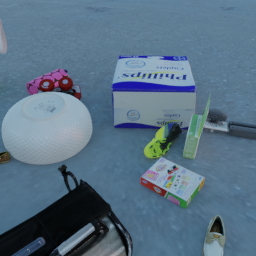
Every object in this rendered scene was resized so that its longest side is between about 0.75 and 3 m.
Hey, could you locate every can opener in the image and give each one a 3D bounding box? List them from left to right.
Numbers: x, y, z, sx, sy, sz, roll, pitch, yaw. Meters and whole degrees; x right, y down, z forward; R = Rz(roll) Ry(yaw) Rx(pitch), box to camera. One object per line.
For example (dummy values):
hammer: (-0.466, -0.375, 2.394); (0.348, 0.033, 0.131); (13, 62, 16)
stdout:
can opener: (3.448, -0.083, 9.052); (2.097, 0.697, 0.552); (14, 36, 11)

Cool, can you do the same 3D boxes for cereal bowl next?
cereal bowl: (-2.499, -0.267, 8.611); (2.764, 1.151, 2.764); (1, 40, -1)

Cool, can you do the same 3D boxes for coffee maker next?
coffee maker: (-1.525, 2.194, 5.081); (2.431, 1.637, 2.335); (-26, 33, -32)

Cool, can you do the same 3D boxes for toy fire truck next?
toy fire truck: (-2.536, -1.051, 10.341); (1.647, 0.923, 1.383); (-8, 60, -11)

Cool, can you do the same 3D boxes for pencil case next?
pencil case: (-3.220, -1.824, 11.447); (0.822, 0.796, 1.754); (42, 50, 10)

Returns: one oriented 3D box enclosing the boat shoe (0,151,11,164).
boat shoe: (-3.838, 0.874, 7.930); (0.941, 0.320, 0.339); (-17, 38, -22)

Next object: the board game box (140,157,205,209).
board game box: (1.152, 1.367, 7.271); (1.336, 0.269, 1.022); (24, 42, 30)

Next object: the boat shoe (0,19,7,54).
boat shoe: (-3.005, -2.161, 6.309); (0.342, 0.396, 1.101); (-15, 80, -6)

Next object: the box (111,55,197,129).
box: (0.901, -1.383, 10.072); (2.704, 1.543, 2.941); (1, 36, 3)

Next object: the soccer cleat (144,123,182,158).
soccer cleat: (0.989, 0.403, 8.574); (0.711, 0.550, 1.701); (-7, 25, 49)

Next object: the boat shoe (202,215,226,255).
boat shoe: (1.792, 2.321, 5.812); (0.423, 0.387, 1.131); (8, 36, 12)

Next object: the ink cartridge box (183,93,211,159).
ink cartridge box: (1.988, -0.081, 8.138); (0.394, 1.643, 1.196); (13, 37, 12)
